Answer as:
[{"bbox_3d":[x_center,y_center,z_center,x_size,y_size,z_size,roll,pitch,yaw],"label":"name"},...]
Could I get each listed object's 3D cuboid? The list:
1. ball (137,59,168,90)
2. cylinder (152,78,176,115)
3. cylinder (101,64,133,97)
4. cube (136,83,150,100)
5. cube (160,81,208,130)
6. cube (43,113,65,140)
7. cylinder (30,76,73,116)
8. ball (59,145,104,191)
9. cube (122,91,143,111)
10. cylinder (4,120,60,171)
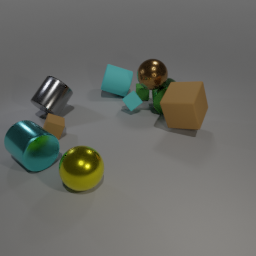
[{"bbox_3d":[1.100,-2.410,12.643,1.400,1.400,1.400,0,30,0],"label":"ball"},{"bbox_3d":[1.877,-1.544,13.526,1.400,1.400,1.400,1,30,1],"label":"cylinder"},{"bbox_3d":[-0.600,-2.518,14.878,1.400,1.400,1.400,15,29,-9],"label":"cylinder"},{"bbox_3d":[0.767,-1.918,14.843,0.700,0.700,0.700,1,29,1],"label":"cube"},{"bbox_3d":[2.325,-0.929,11.436,1.400,1.400,1.400,4,46,32],"label":"cube"},{"bbox_3d":[-3.032,-0.062,11.433,0.700,0.700,0.700,18,26,-23],"label":"cube"},{"bbox_3d":[-3.467,-1.413,12.795,1.400,1.400,1.400,22,74,32],"label":"cylinder"},{"bbox_3d":[-1.436,1.241,8.698,1.400,1.400,1.400,0,30,0],"label":"ball"},{"bbox_3d":[0.211,-1.298,13.313,0.700,0.700,0.700,-38,5,6],"label":"cube"},{"bbox_3d":[-3.363,0.599,9.818,1.400,1.400,1.400,26,39,38],"label":"cylinder"}]
